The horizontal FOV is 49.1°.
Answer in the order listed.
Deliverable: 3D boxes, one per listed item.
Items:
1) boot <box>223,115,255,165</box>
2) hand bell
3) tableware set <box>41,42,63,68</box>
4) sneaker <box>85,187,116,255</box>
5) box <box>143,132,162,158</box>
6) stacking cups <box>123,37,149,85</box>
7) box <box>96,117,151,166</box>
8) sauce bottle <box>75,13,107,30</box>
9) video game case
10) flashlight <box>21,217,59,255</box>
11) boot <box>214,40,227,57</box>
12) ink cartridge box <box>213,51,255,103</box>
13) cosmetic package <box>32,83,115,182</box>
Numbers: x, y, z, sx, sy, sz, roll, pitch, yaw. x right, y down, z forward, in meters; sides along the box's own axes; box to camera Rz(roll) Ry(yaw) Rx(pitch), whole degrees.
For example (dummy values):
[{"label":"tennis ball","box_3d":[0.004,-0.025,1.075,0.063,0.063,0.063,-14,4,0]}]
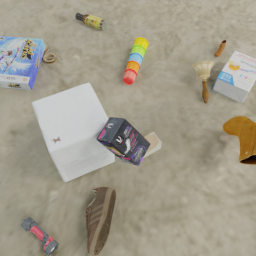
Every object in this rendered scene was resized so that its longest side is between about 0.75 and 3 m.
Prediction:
[{"label":"boot","box_3d":[4.058,0.441,9.714,0.872,2.477,1.773,37,66,-19]},{"label":"hand bell","box_3d":[3.290,-1.904,12.001,0.906,0.906,1.739,-3,81,-2]},{"label":"tableware set","box_3d":[-3.927,-3.579,13.306,1.027,0.311,1.554,-33,64,-19]},{"label":"sneaker","box_3d":[-1.024,2.992,9.163,0.831,0.775,2.201,1,53,22]},{"label":"box","box_3d":[0.577,0.743,10.544,1.288,0.501,0.612,-29,63,-16]},{"label":"stacking cups","box_3d":[0.374,-3.025,12.789,0.732,0.732,2.420,11,62,7]},{"label":"box","box_3d":[-0.116,0.397,8.218,0.723,1.363,0.833,8,61,48]},{"label":"sauce bottle","box_3d":[-1.915,-5.515,14.384,1.674,0.542,0.542,22,61,15]},{"label":"video game case","box_3d":[-5.184,-2.988,12.631,2.281,0.572,2.517,6,66,3]},{"label":"flashlight","box_3d":[-2.840,3.436,8.928,1.390,0.470,0.472,34,67,17]},{"label":"boot","box_3d":[4.393,-3.765,13.249,0.298,0.604,0.778,39,66,21]},{"label":"ink cartridge box","box_3d":[4.944,-2.438,12.303,1.413,0.833,2.454,29,63,17]},{"label":"cosmetic package","box_3d":[-1.783,0.221,9.697,2.044,2.458,2.057,-21,61,-13]}]
